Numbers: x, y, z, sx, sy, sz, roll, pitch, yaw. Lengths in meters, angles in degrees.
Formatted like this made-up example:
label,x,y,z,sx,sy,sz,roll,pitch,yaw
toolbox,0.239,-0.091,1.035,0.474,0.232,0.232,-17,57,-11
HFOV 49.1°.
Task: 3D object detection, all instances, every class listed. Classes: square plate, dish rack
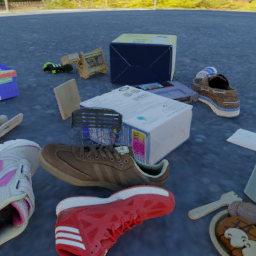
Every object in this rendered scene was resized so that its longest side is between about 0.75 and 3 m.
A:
label,x,y,z,sx,sy,sz,roll,pitch,yaw
square plate,3.467,0.302,8.081,0.901,0.129,0.909,23,35,35
dish rack,-0.715,0.391,6.223,1.295,1.689,0.461,2,9,-4

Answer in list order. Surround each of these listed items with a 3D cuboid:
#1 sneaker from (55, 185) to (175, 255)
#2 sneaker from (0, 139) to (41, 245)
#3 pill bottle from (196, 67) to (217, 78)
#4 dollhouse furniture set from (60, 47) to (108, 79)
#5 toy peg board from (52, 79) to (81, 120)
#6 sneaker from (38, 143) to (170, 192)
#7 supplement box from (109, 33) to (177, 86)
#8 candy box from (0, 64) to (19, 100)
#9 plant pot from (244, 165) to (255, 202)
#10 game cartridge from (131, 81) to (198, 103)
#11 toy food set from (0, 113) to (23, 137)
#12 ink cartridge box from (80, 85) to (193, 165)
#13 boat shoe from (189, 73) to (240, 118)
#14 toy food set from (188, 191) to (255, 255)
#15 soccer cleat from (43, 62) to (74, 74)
label,x,y,z,sx,sy,sz,roll,pitch,yaw
sneaker,-0.177,1.781,4.823,2.181,0.854,1.260,-10,39,1
sneaker,-2.264,1.313,5.240,1.280,1.180,2.901,8,37,11
pill bottle,3.526,-2.343,12.475,0.665,0.665,1.186,16,32,27
dollhouse furniture set,-2.412,-2.868,13.466,1.890,1.188,2.136,-7,16,46
toy peg board,-2.179,-0.987,9.563,0.532,1.088,1.084,1,26,28
sneaker,-0.383,0.634,5.465,2.570,0.971,0.905,22,19,-21
supplement box,0.785,-3.200,12.843,2.680,1.799,2.677,6,29,12
candy box,-6.114,-1.816,10.983,2.455,1.119,2.904,-24,37,-39
plant pot,4.083,0.587,5.106,2.382,2.433,2.389,-13,31,-24
game cartridge,1.190,-1.308,10.805,2.536,0.487,1.644,-12,34,-21
toy food set,-4.677,-0.161,8.282,2.458,0.742,1.764,7,29,14
ink cartridge box,0.037,-0.274,8.059,2.990,1.141,2.040,25,37,35
boat shoe,3.230,-1.467,10.380,1.070,1.072,2.961,-8,29,-14
toy food set,2.191,1.826,4.883,1.508,0.438,2.184,-14,31,-25
soccer cleat,-3.441,-2.911,13.824,1.514,0.511,0.614,6,48,11
